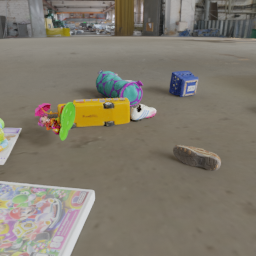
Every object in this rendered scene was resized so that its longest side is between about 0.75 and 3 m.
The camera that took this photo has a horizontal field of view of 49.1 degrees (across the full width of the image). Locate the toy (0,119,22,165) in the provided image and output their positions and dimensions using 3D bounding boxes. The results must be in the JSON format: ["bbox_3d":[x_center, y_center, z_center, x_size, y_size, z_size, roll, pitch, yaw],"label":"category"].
[{"bbox_3d":[-3.813,0.170,7.392,1.535,0.629,2.666,3,14,-13],"label":"toy"}]

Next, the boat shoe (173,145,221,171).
[{"bbox_3d":[1.685,0.696,6.851,1.186,0.449,0.426,21,26,23],"label":"boat shoe"}]

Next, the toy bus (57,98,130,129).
[{"bbox_3d":[-1.114,-0.533,9.339,2.336,0.760,0.914,-3,23,-8],"label":"toy bus"}]

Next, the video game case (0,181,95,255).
[{"bbox_3d":[-2.158,1.589,4.846,2.751,0.248,1.970,3,23,9],"label":"video game case"}]

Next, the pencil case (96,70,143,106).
[{"bbox_3d":[-0.428,-1.701,11.716,1.164,1.072,2.519,-48,37,-5],"label":"pencil case"}]

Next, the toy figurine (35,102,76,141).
[{"bbox_3d":[-2.057,-0.260,7.541,0.969,1.053,0.790,11,-9,13],"label":"toy figurine"}]

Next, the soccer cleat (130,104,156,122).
[{"bbox_3d":[0.579,-0.616,9.833,0.445,0.551,1.275,18,28,37],"label":"soccer cleat"}]

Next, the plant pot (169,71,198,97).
[{"bbox_3d":[2.540,-1.942,12.558,1.005,1.005,0.904,-11,32,-26],"label":"plant pot"}]
